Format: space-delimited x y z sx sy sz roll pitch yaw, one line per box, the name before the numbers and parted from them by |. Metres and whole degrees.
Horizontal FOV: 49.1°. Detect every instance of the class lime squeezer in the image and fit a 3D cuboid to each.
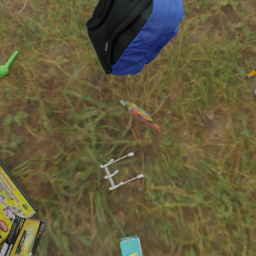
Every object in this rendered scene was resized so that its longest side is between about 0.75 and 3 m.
lime squeezer | -5.059 -2.160 10.579 2.233 0.421 0.789 -34 75 -10

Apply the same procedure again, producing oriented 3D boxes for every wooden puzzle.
wooden puzzle | 0.358 -0.383 7.883 1.433 0.850 0.101 33 107 -25

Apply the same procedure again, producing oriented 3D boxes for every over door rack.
over door rack | -0.207 1.422 9.386 1.231 0.410 0.910 -22 74 -7

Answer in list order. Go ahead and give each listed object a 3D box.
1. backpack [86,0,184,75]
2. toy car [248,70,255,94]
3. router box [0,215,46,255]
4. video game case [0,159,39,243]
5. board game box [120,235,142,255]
backpack | 0.281 -2.980 7.591 2.111 2.516 2.044 -15 69 -38
toy car | 4.835 -1.580 10.515 0.371 0.547 1.116 -34 47 34
router box | -2.640 2.808 7.117 0.266 0.802 1.020 2 68 45
video game case | -4.500 2.486 9.084 2.184 0.308 2.416 -40 75 -12
board game box | 0.277 4.251 7.743 0.539 1.733 2.296 -12 72 -4
